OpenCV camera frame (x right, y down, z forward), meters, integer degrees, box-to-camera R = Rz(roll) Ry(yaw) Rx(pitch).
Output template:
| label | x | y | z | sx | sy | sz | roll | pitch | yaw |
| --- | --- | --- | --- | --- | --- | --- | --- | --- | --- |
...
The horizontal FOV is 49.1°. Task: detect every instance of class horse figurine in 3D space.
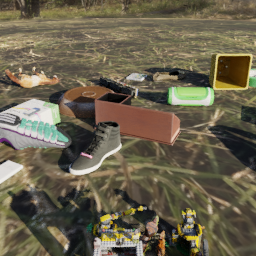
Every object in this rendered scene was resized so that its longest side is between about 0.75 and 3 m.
| label | x | y | z | sx | sy | sz | roll | pitch | yaw |
| --- | --- | --- | --- | --- | --- | --- | --- | --- | --- |
| horse figurine | -4.981 | -2.589 | 14.497 | 2.474 | 0.617 | 1.639 | -11 | 45 | -38 |

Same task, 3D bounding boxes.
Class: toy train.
| label | x | y | z | sx | sy | sz | roll | pitch | yaw |
| --- | --- | --- | --- | --- | --- | --- | --- | --- | --- |
| toy train | -0.446 | -2.026 | 13.757 | 0.655 | 0.488 | 2.861 | -6 | 24 | -39 |

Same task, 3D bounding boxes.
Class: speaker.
| label | x | y | z | sx | sy | sz | roll | pitch | yaw |
| --- | --- | --- | --- | --- | --- | --- | --- | --- | --- |
| speaker | 2.664 | -1.359 | 12.039 | 1.874 | 0.829 | 0.829 | 1 | 27 | 3 |

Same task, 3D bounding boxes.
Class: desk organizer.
| label | x | y | z | sx | sy | sz | roll | pitch | yaw |
| --- | --- | --- | --- | --- | --- | --- | --- | --- | --- |
| desk organizer | 0.319 | -0.399 | 9.767 | 2.920 | 1.124 | 1.047 | 12 | 29 | 22 |

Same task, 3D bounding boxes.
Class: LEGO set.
| label | x | y | z | sx | sy | sz | roll | pitch | yaw |
| --- | --- | --- | --- | --- | --- | --- | --- | --- | --- |
| LEGO set | 0.385 | 1.959 | 4.775 | 2.484 | 1.439 | 1.910 | 3 | 27 | 7 |

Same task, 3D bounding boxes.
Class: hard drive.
| label | x | y | z | sx | sy | sz | roll | pitch | yaw |
| --- | --- | --- | --- | --- | --- | --- | --- | --- | --- |
| hard drive | -3.440 | 1.219 | 7.700 | 0.587 | 0.117 | 0.891 | 13 | 30 | 24 |

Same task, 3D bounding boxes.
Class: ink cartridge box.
| label | x | y | z | sx | sy | sz | roll | pitch | yaw |
| --- | --- | --- | --- | --- | --- | --- | --- | --- | --- |
| ink cartridge box | -3.526 | -0.336 | 10.054 | 1.273 | 0.766 | 1.751 | 15 | 32 | 26 |

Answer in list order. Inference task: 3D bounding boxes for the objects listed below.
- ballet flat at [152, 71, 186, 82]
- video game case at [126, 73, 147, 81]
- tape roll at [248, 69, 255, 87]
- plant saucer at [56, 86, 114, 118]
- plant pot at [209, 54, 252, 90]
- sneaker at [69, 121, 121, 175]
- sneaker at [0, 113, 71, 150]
| label | x | y | z | sx | sy | sz | roll | pitch | yaw |
| --- | --- | --- | --- | --- | --- | --- | --- | --- | --- |
| ballet flat | 2.280 | -2.937 | 15.461 | 2.163 | 0.501 | 0.729 | -11 | 29 | -21 |
| video game case | 0.508 | -2.872 | 15.777 | 0.899 | 0.108 | 0.986 | 11 | 28 | 20 |
| tape roll | 6.909 | -2.680 | 14.997 | 1.977 | 0.475 | 1.977 | 0 | 26 | 0 |
| plant saucer | -1.701 | -1.266 | 12.169 | 2.913 | 0.533 | 2.913 | 1 | 26 | 0 |
| plant pot | 5.043 | -3.015 | 14.427 | 1.745 | 1.733 | 1.785 | -1 | 21 | -2 |
| sneaker | -0.952 | 0.464 | 8.146 | 0.760 | 1.066 | 2.148 | 19 | 34 | 29 |
| sneaker | -3.020 | 0.325 | 8.865 | 2.335 | 1.022 | 0.869 | 20 | 27 | -16 |
